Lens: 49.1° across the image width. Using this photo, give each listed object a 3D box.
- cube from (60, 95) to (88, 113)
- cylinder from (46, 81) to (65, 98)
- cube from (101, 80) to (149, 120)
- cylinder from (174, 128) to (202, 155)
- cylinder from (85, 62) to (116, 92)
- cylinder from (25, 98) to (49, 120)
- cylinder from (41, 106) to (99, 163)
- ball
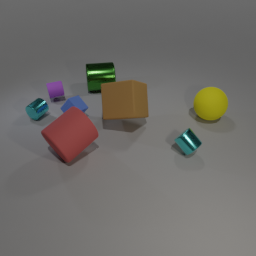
[{"bbox_3d":[-2.250,-0.840,11.773,0.700,0.700,0.700,50,31,5],"label":"cube"},{"bbox_3d":[-3.423,-1.821,13.218,0.700,0.700,0.700,-14,35,-14],"label":"cylinder"},{"bbox_3d":[-0.103,-1.072,11.135,1.400,1.400,1.400,-3,1,26],"label":"cube"},{"bbox_3d":[2.102,0.471,9.798,0.700,0.700,0.700,50,47,3],"label":"cylinder"},{"bbox_3d":[-1.399,-2.603,14.260,1.400,1.400,1.400,-6,33,-8],"label":"cylinder"},{"bbox_3d":[-3.893,-0.821,12.009,0.700,0.700,0.700,17,45,24],"label":"cylinder"},{"bbox_3d":[-1.972,0.218,9.574,1.400,1.400,1.400,-42,48,-19],"label":"cylinder"},{"bbox_3d":[3.465,-1.020,11.763,1.400,1.400,1.400,0,33,0],"label":"ball"}]
